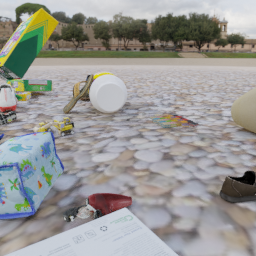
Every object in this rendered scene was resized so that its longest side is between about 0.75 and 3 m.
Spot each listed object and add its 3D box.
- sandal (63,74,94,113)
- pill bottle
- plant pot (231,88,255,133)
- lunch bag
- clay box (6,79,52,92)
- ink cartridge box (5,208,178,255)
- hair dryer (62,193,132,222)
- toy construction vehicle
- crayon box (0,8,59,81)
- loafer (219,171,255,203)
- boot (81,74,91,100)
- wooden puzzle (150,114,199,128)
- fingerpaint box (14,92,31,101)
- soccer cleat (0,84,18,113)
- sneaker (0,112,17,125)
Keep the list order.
[{"bbox_3d":[-1.982,-1.394,10.860,0.504,1.868,0.750,40,3,-19],"label":"sandal"},{"bbox_3d":[-0.857,-1.461,11.364,1.485,1.485,2.848,-3,15,-9],"label":"pill bottle"},{"bbox_3d":[3.948,-0.520,8.035,1.781,1.781,1.902,-6,3,-22],"label":"plant pot"},{"bbox_3d":[-2.077,0.723,4.535,1.621,1.033,1.379,-11,16,11],"label":"lunch bag"},{"bbox_3d":[-5.679,-2.403,15.799,1.635,0.677,2.846,-7,12,-42],"label":"clay box"},{"bbox_3d":[-0.234,1.550,2.525,1.755,0.357,1.758,-11,22,-33],"label":"ink cartridge box"},{"bbox_3d":[-0.311,1.255,4.020,0.832,0.297,1.092,28,31,24],"label":"hair dryer"},{"bbox_3d":[-2.142,-0.085,8.375,1.203,0.423,1.047,-10,18,-33],"label":"toy construction vehicle"},{"bbox_3d":[-2.709,-2.036,7.131,0.557,1.648,1.911,38,-15,-33],"label":"crayon box"},{"bbox_3d":[2.136,0.935,4.638,1.247,0.445,0.455,-5,16,-16],"label":"loafer"},{"bbox_3d":[-2.026,-2.090,14.321,0.863,1.120,2.311,-1,15,-2],"label":"boot"},{"bbox_3d":[1.462,-0.238,9.490,1.086,0.129,1.831,-6,16,-20],"label":"wooden puzzle"},{"bbox_3d":[-5.357,-1.597,14.007,0.786,0.345,0.942,-1,15,-4],"label":"fingerpaint box"},{"bbox_3d":[-5.092,-1.348,11.722,0.868,1.078,2.530,-6,17,-23],"label":"soccer cleat"},{"bbox_3d":[-4.230,-0.287,9.431,0.425,0.386,1.002,-10,5,27],"label":"sneaker"}]
